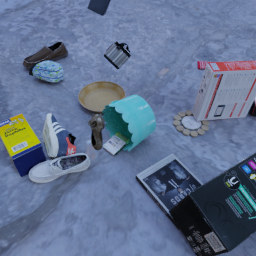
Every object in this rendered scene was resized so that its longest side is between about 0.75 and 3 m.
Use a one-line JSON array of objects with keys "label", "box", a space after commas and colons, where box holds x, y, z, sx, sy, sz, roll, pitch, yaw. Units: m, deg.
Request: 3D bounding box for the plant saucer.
[{"label": "plant saucer", "box": [-1.129, -1.308, 12.269, 2.046, 0.362, 2.046, 0, 47, 0]}]

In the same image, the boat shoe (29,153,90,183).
[{"label": "boat shoe", "box": [-2.320, 1.313, 9.504, 2.093, 0.717, 0.754, -8, 64, -10]}]

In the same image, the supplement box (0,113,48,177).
[{"label": "supplement box", "box": [-3.810, 0.572, 10.035, 1.059, 1.052, 1.934, -27, 53, -23]}]

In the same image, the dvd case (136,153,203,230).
[{"label": "dvd case", "box": [1.558, 1.986, 9.244, 1.664, 0.274, 2.214, -27, 53, -23]}]

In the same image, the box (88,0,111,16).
[{"label": "box", "box": [-1.041, -5.231, 11.231, 0.718, 1.159, 1.140, 22, 24, -12]}]

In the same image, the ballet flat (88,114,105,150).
[{"label": "ballet flat", "box": [-0.853, 0.148, 7.174, 0.367, 1.583, 0.533, -18, 67, -18]}]

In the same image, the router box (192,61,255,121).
[{"label": "router box", "box": [3.865, -1.383, 10.860, 2.192, 2.443, 0.597, -4, 47, -9]}]

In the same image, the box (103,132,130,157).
[{"label": "box", "box": [-0.438, 0.597, 10.538, 0.619, 0.156, 0.857, 35, 68, 28]}]

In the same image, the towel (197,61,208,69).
[{"label": "towel", "box": [4.013, -3.155, 14.179, 0.977, 0.110, 0.707, 5, 45, 2]}]

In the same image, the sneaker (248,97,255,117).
[{"label": "sneaker", "box": [5.553, -1.288, 11.991, 0.885, 0.752, 2.042, 4, 47, 2]}]

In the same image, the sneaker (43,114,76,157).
[{"label": "sneaker", "box": [-2.545, 0.287, 10.490, 1.037, 0.920, 2.453, 6, 31, -27]}]

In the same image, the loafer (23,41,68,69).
[{"label": "loafer", "box": [-4.248, -3.790, 14.238, 2.470, 0.877, 0.902, -34, 55, -27]}]

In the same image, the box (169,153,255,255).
[{"label": "box", "box": [2.819, 2.140, 7.774, 2.599, 1.930, 1.616, -25, 67, -22]}]

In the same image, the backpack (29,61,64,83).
[{"label": "backpack", "box": [-3.703, -2.653, 13.184, 1.417, 1.089, 1.156, 34, 36, 10]}]

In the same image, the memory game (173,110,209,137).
[{"label": "memory game", "box": [2.570, -0.206, 11.417, 1.488, 0.095, 1.488, 0, 46, 0]}]

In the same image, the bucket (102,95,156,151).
[{"label": "bucket", "box": [0.045, -0.245, 10.296, 1.232, 1.893, 1.893, -30, 54, -26]}]

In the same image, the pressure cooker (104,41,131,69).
[{"label": "pressure cooker", "box": [-0.378, -3.059, 11.593, 1.023, 0.914, 0.899, -45, 30, 8]}]
